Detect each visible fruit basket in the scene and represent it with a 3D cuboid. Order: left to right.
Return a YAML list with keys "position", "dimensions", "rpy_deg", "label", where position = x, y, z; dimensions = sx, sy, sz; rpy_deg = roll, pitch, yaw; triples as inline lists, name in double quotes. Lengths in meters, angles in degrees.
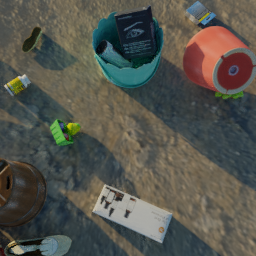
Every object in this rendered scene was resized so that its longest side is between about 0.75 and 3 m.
- position: [-2.172, 0.097, 9.989]
  dimensions: [0.975, 0.703, 0.975]
  rpy_deg: [-3, 79, 15]
  label: "fruit basket"

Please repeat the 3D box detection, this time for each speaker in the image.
- position: [-0.480, -2.638, 10.377]
  dimensions: [0.594, 1.462, 0.594]
  rpy_deg: [-19, 60, 37]
  label: "speaker"

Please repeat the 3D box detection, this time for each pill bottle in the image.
- position: [-4.168, -1.641, 10.628]
  dimensions: [0.858, 0.482, 0.482]
  rpy_deg: [-37, 75, -11]
  label: "pill bottle"

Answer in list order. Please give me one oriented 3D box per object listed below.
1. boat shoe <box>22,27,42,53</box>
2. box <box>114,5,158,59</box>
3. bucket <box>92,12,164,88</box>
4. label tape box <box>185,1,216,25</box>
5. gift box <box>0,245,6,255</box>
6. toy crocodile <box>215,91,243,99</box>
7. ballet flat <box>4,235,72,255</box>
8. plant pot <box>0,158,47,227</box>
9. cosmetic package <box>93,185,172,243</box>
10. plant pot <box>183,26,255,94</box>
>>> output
- position: [-3.876, -3.542, 11.386]
  dimensions: [0.436, 0.376, 1.197]
  rpy_deg: [24, 79, 1]
  label: "boat shoe"
- position: [0.328, -3.370, 9.907]
  dimensions: [1.182, 1.597, 0.833]
  rpy_deg: [-4, 29, 17]
  label: "box"
- position: [0.014, -2.834, 10.401]
  dimensions: [2.588, 1.684, 2.588]
  rpy_deg: [0, 72, 1]
  label: "bucket"
- position: [3.033, -4.727, 11.749]
  dimensions: [0.751, 0.330, 1.041]
  rpy_deg: [-41, 76, -12]
  label: "label tape box"
- position: [-5.067, 3.879, 7.822]
  dimensions: [2.211, 2.368, 2.185]
  rpy_deg: [-34, 70, -9]
  label: "gift box"
- position: [3.852, -1.284, 10.622]
  dimensions: [1.063, 0.328, 0.359]
  rpy_deg: [-3, 71, -6]
  label: "toy crocodile"
- position: [-2.806, 3.771, 8.714]
  dimensions: [2.045, 0.638, 0.690]
  rpy_deg: [-7, 71, -3]
  label: "ballet flat"
- position: [-3.892, 1.879, 8.541]
  dimensions: [2.218, 2.196, 2.218]
  rpy_deg: [0, 71, 1]
  label: "plant pot"
- position: [0.143, 2.763, 9.076]
  dimensions: [2.377, 0.602, 0.981]
  rpy_deg: [21, 74, 7]
  label: "cosmetic package"
- position: [3.181, -2.202, 9.561]
  dimensions: [2.167, 2.167, 1.918]
  rpy_deg: [-12, 30, -4]
  label: "plant pot"
